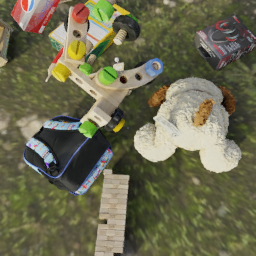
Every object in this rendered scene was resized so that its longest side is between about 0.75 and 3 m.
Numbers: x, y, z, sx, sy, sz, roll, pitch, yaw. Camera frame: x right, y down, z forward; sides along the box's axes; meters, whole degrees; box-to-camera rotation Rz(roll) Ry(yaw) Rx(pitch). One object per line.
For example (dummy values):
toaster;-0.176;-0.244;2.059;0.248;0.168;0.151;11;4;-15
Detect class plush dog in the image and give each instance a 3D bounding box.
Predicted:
plush dog;1.675;-0.460;7.349;2.796;2.243;2.401;8;43;4

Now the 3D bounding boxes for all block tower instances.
block tower;-0.363;2.221;6.753;0.679;0.634;2.349;3;67;0

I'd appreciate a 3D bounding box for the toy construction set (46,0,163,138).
toy construction set;-0.832;-0.927;5.305;2.487;2.074;1.911;13;69;47

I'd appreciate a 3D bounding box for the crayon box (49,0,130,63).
crayon box;-1.193;-3.178;9.119;1.460;0.599;2.322;36;72;14

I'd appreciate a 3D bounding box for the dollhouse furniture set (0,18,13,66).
dollhouse furniture set;-4.762;-2.245;8.685;1.902;1.195;2.150;-11;65;22

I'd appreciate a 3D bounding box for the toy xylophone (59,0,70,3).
toy xylophone;-2.269;-5.001;10.017;1.618;0.406;1.184;-27;69;-12

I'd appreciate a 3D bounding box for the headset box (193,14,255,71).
headset box;2.996;-2.678;8.880;1.681;0.631;1.250;-28;69;-11

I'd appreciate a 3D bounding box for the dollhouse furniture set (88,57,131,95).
dollhouse furniture set;-0.663;-1.459;8.188;1.316;0.934;1.043;-15;67;-6

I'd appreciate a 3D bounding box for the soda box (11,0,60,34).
soda box;-1.864;-2.966;6.143;1.726;0.547;0.604;-46;75;28

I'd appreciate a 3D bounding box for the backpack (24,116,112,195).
backpack;-1.612;0.579;7.114;1.912;1.286;1.745;15;61;41
